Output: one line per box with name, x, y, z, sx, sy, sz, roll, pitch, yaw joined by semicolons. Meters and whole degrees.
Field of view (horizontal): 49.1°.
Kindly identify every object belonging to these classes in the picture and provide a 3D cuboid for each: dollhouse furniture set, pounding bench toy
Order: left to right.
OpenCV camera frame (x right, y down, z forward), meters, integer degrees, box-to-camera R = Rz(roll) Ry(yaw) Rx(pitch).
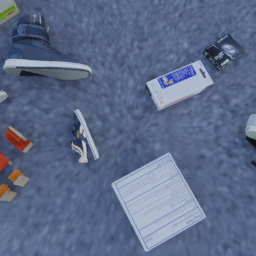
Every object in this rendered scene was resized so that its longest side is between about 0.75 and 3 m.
pounding bench toy;-4.302;-4.453;8.601;2.293;1.424;1.789;-38;78;-10
dollhouse furniture set;-3.417;0.812;7.423;1.733;0.893;1.714;37;78;9

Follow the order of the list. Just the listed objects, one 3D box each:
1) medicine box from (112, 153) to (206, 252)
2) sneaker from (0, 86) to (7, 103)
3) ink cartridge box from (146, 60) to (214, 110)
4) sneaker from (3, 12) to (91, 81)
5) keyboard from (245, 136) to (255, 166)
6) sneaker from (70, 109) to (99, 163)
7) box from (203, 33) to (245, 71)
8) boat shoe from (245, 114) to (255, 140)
medicine box;0.719;1.843;7.114;1.655;0.935;1.817;-27;77;-7
sneaker;-4.281;-0.761;8.031;1.487;0.583;0.591;-36;82;-20
ink cartridge box;1.528;-1.283;8.299;1.836;0.340;0.869;-24;75;-4
sneaker;-2.253;-2.429;8.270;2.565;0.975;1.853;7;77;3
keyboard;4.037;0.918;7.768;1.227;0.199;1.931;-39;77;-16
sneaker;-1.340;0.232;7.739;0.601;0.594;1.514;-21;77;-11
box;2.951;-2.349;8.649;0.985;0.214;0.789;-35;77;-9
boat shoe;4.249;0.085;7.617;2.017;0.704;0.718;16;72;3
